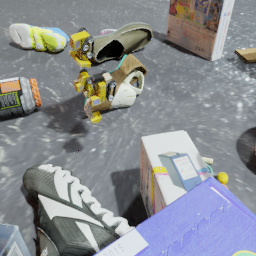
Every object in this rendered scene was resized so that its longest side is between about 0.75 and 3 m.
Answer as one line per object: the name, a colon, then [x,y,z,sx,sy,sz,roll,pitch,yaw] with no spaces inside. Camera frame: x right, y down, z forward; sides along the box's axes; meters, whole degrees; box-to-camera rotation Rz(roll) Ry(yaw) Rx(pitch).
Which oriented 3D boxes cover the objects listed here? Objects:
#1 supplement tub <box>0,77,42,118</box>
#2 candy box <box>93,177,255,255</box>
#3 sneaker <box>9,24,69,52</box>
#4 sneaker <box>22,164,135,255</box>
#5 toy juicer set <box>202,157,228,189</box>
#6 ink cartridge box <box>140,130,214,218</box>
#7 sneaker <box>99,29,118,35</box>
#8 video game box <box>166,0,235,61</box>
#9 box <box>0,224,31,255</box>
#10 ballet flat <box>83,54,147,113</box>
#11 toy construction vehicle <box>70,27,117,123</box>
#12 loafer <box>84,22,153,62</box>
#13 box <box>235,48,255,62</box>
supplement tub: [-3.142,-0.783,7.334,1.589,0.974,0.974,-13,41,-16]
candy box: [0.020,2.086,2.351,2.330,2.756,1.062,-24,45,-27]
sneaker: [-3.390,-3.559,11.003,2.375,0.900,1.248,20,31,12]
sneaker: [-1.000,1.574,4.423,2.911,0.967,1.317,30,44,29]
toy juicer set: [1.593,0.886,5.751,0.871,0.373,1.369,-3,38,-3]
ink cartridge box: [0.815,1.220,4.475,0.873,1.449,1.994,-7,39,-8]
sneaker: [-0.406,-3.746,11.371,1.549,0.623,0.685,-4,32,-12]
video game box: [2.524,-4.090,10.302,0.615,2.396,2.629,-23,45,-25]
box: [-1.714,1.750,2.714,1.936,2.827,0.564,7,41,9]
ballet flat: [-0.149,-1.201,8.055,1.072,1.005,2.963,28,40,4]
toy construction vehicle: [-0.762,-0.898,5.140,0.487,1.382,1.203,-23,62,-27]
loafer: [-0.238,-2.958,10.122,2.819,1.060,0.982,-24,50,-15]
box: [4.721,-2.725,10.423,1.131,0.120,0.925,-6,40,-8]
